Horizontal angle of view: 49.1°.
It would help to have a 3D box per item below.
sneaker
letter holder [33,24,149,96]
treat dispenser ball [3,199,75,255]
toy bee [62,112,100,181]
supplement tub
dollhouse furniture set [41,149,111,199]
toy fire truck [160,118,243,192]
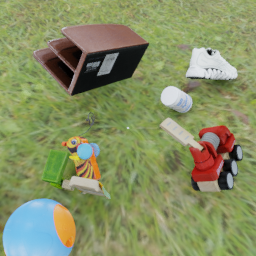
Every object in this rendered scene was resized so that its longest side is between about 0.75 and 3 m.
[{"bbox_3d":[2.581,-1.862,8.276,0.838,0.904,2.231,9,11,44],"label":"sneaker"},{"bbox_3d":[-0.971,-2.124,7.432,1.763,1.247,2.480,44,40,16],"label":"letter holder"},{"bbox_3d":[-1.583,1.926,5.057,1.251,1.251,1.251,0,48,0],"label":"treat dispenser ball"},{"bbox_3d":[-1.101,0.523,6.582,0.830,1.000,1.527,-8,64,19],"label":"toy bee"},{"bbox_3d":[1.343,-0.768,7.678,0.833,0.549,0.549,16,28,-49],"label":"supplement tub"},{"bbox_3d":[-1.010,1.000,6.001,1.330,0.871,0.667,8,67,16],"label":"dollhouse furniture set"},{"bbox_3d":[1.600,0.352,6.089,1.075,1.671,1.471,-11,25,40],"label":"toy fire truck"}]
